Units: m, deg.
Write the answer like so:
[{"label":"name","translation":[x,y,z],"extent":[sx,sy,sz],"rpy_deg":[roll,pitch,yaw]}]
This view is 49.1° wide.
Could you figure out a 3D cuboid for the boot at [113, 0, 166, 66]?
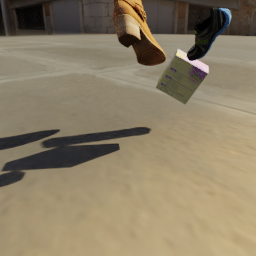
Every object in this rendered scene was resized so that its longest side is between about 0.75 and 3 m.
[{"label":"boot","translation":[0.325,-2.922,8.229],"extent":[0.866,1.754,2.259],"rpy_deg":[-22,-25,35]}]

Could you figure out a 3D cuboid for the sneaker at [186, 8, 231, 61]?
[{"label":"sneaker","translation":[1.683,-2.096,6.262],"extent":[0.591,1.426,0.506],"rpy_deg":[14,57,-12]}]

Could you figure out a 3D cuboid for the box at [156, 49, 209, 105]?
[{"label":"box","translation":[1.409,-1.336,7.355],"extent":[0.937,1.065,0.515],"rpy_deg":[28,37,-4]}]
